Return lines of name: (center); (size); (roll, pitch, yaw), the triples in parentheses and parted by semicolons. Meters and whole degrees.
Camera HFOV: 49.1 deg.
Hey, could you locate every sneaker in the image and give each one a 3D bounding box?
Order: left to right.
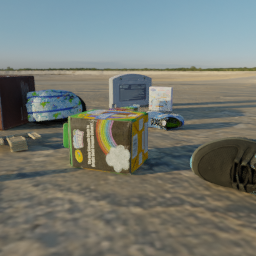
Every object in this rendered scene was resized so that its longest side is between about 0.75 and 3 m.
sneaker: (1.183, -0.265, 9.949); (1.641, 0.644, 0.731); (2, 9, 7)
sneaker: (2.273, 0.715, 4.630); (2.482, 0.909, 1.017); (4, 13, 19)

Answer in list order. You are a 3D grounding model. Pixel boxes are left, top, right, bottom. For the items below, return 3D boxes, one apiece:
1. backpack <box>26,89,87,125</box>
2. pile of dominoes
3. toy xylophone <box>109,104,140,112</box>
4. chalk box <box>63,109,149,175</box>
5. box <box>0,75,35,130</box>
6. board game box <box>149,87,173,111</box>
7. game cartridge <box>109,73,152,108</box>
backpack: (-2.923, -0.816, 10.830); (1.800, 1.696, 2.206); (4, 26, 25)
pile of dominoes: (-3.259, 0.413, 7.981); (1.375, 0.281, 1.764); (-11, 8, -25)
toy xylophone: (-0.234, -0.828, 13.062); (1.471, 0.370, 1.077); (-14, 15, -39)
chalk box: (-0.588, 0.226, 6.322); (1.871, 1.168, 1.160); (6, 13, 21)
box: (-4.925, -1.063, 10.763); (1.876, 1.857, 2.262); (3, 12, 13)
board game box: (1.686, -1.509, 14.434); (1.220, 1.217, 0.251); (7, 14, 28)
game cartridge: (0.165, -2.145, 15.880); (2.801, 1.865, 0.582); (-8, 10, -35)
